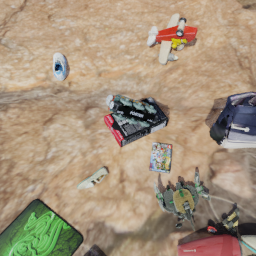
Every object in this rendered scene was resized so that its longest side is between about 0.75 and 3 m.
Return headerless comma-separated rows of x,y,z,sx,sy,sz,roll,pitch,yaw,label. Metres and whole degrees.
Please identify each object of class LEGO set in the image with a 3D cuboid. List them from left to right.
2.074,2.574,9.030,2.891,0.819,1.877,43,66,11,LEGO set

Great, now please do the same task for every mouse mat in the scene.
-3.036,3.793,8.422,2.273,0.106,2.824,31,60,20,mouse mat

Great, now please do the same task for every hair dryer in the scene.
2.619,4.051,7.775,2.807,0.762,2.138,30,68,28,hair dryer

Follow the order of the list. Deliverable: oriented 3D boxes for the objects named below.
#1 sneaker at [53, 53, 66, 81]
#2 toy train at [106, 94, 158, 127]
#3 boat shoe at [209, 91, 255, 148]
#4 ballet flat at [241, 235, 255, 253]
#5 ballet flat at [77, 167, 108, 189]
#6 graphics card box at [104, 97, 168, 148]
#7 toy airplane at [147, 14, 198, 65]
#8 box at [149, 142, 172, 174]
-3.150,-2.930,12.839,0.622,0.627,1.731,-11,54,-7,sneaker
0.104,-0.522,7.851,1.539,0.656,0.877,14,20,-30,toy train
3.469,-0.211,6.928,2.716,1.260,1.014,-5,42,-16,boat shoe
4.630,3.750,7.870,2.851,0.990,0.990,36,62,15,ballet flat
-1.193,1.805,9.643,1.206,0.407,0.376,-35,72,-22,ballet flat
0.317,-0.274,10.997,2.175,0.553,1.364,-26,58,-15,graphics card box
2.056,-4.252,13.412,2.238,1.579,2.228,-42,46,14,toy airplane
1.205,1.082,10.252,0.753,0.208,1.103,7,55,5,box
